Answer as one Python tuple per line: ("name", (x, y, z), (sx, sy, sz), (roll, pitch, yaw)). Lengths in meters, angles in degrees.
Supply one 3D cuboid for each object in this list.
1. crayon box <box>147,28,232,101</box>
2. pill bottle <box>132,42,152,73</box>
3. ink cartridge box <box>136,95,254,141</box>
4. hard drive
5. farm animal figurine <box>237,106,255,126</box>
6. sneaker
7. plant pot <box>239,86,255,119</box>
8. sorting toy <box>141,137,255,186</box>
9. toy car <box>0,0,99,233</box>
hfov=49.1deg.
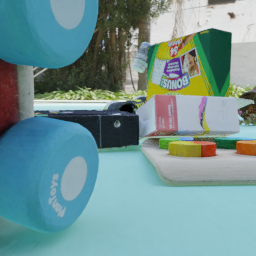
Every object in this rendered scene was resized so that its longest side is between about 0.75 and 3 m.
("crayon box", (1.599, -1.318, 8.142), (0.821, 2.429, 2.815), (-1, 5, -29))
("pill bottle", (0.621, -2.842, 11.328), (0.619, 1.088, 0.619), (25, -4, 2))
("ink cartridge box", (1.030, -0.104, 4.365), (1.628, 0.550, 0.948), (0, -11, -14))
("hard drive", (-1.456, -0.010, 4.681), (2.940, 0.556, 2.054), (-1, 6, -13))
("farm animal figurine", (3.401, -0.288, 7.997), (0.984, 0.519, 0.995), (11, -6, -22))
("sneaker", (0.267, -0.738, 11.190), (2.347, 0.874, 0.993), (-13, 17, -26))
("plant pot", (4.553, -0.830, 9.734), (1.350, 1.364, 1.364), (-16, 15, -39))
("sorting toy", (1.014, 0.257, 3.272), (1.596, 0.315, 1.725), (0, 6, -3))
("toy car", (-1.344, -0.085, 1.071), (1.785, 1.712, 1.936), (11, 22, 22))
